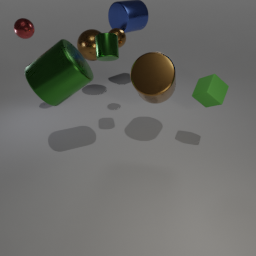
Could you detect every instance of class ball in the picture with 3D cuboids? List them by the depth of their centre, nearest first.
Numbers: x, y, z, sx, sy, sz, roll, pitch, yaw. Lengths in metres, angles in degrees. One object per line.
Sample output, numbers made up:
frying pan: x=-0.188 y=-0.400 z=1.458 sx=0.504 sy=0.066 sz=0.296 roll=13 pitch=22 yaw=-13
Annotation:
ball: x=-3.693 y=-3.539 z=9.974 sx=0.700 sy=0.700 sz=0.700 roll=0 pitch=30 yaw=0
ball: x=-0.412 y=-3.253 z=10.135 sx=0.700 sy=0.700 sz=0.700 roll=0 pitch=30 yaw=0
ball: x=-1.631 y=-3.791 z=12.835 sx=1.400 sy=1.400 sz=1.400 roll=0 pitch=30 yaw=0

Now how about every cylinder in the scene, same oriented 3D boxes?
cylinder: x=-1.958 y=-1.575 z=8.085 sx=1.400 sy=1.400 sz=1.400 roll=-33 pitch=27 yaw=14
cylinder: x=-0.644 y=-2.476 z=8.617 sx=0.700 sy=0.700 sz=0.700 roll=-3 pitch=1 yaw=0
cylinder: x=0.873 y=-1.614 z=9.299 sx=1.400 sy=1.400 sz=1.400 roll=6 pitch=-4 yaw=11
cylinder: x=0.016 y=-5.305 z=13.334 sx=1.400 sy=1.400 sz=1.400 roll=-26 pitch=39 yaw=-38

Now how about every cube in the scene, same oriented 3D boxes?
cube: x=2.570 y=-1.151 z=8.760 sx=0.700 sy=0.700 sz=0.700 roll=-9 pitch=51 yaw=60
